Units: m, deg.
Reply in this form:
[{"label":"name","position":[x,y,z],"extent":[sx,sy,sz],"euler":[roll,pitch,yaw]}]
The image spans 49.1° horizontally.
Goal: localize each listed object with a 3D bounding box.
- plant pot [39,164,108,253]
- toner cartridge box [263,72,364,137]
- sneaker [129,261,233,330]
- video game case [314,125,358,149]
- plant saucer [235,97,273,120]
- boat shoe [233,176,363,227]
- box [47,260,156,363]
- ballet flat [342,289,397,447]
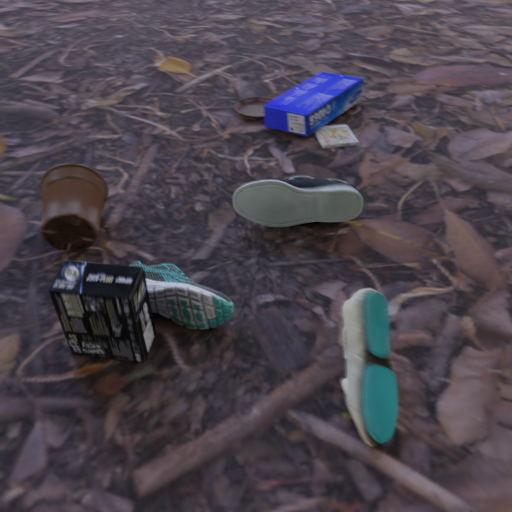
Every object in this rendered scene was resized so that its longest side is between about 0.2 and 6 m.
[{"label":"plant pot","position":[-3.789,-0.910,11.532],"extent":[1.410,1.410,1.396],"euler":[-5,48,-6]},{"label":"toner cartridge box","position":[1.705,-4.423,16.114],"extent":[1.468,0.667,3.090],"euler":[23,45,31]},{"label":"sneaker","position":[-1.493,0.563,10.037],"extent":[2.401,0.932,1.095],"euler":[12,37,12]},{"label":"video game case","position":[2.143,-3.256,15.217],"extent":[0.972,0.122,1.068],"euler":[-7,40,-8]},{"label":"plant saucer","position":[0.041,-4.297,16.411],"extent":[1.334,0.214,1.334],"euler":[0,40,0]},{"label":"boat shoe","position":[0.872,-1.202,12.107],"extent":[2.766,1.046,0.834],"euler":[5,23,-5]},{"label":"box","position":[-2.412,0.918,8.995],"extent":[1.311,1.601,0.689],"euler":[4,43,6]},{"label":"ballet flat","position":[1.688,1.708,8.627],"extent":[0.826,0.764,2.449],"euler":[21,59,-26]}]
